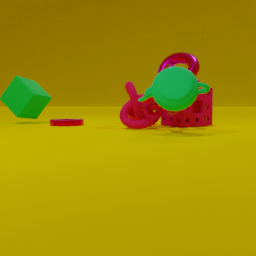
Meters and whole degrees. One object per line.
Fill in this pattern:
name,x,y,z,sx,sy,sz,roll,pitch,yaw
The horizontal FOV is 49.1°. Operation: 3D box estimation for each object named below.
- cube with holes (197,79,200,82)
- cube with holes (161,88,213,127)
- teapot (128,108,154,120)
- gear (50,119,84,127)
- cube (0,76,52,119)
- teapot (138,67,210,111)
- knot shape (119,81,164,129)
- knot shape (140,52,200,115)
cube with holes,2.012,-1.462,10.165,0.774,0.774,0.774,-2,25,-16
cube with holes,1.839,-0.668,8.899,1.160,1.160,1.160,-3,6,-26
teapot,0.433,-0.629,9.569,1.599,0.994,0.783,31,5,37
gear,-2.001,-0.187,9.185,1.060,0.196,1.060,0,5,0
cube,-3.673,-1.072,10.127,1.066,1.066,1.066,43,12,15
teapot,0.937,-0.762,5.896,1.538,0.956,0.753,-6,-20,9
knot shape,0.459,-0.578,8.202,1.455,1.555,0.718,13,-31,-37
knot shape,1.013,-1.022,7.374,0.871,1.886,1.765,30,-39,-6
